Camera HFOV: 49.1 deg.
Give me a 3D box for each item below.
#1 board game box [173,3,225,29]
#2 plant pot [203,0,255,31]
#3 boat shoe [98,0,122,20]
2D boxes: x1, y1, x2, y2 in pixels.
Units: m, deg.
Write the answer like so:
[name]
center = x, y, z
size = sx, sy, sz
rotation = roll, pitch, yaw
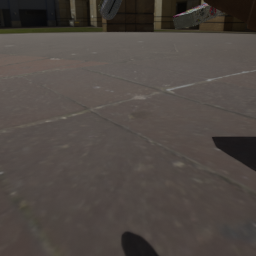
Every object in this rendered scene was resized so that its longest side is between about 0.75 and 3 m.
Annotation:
[board game box]
center = 2.264, -3.581, 8.818
size = 1.374, 0.442, 1.014
rotation = -27, 24, -19
[plant pot]
center = 2.886, -3.595, 7.041
size = 1.742, 1.998, 1.998
rotation = 19, 27, 17
[boat shoe]
center = -0.252, -3.146, 6.249
size = 0.519, 1.442, 0.447
rotation = 20, 20, -45
